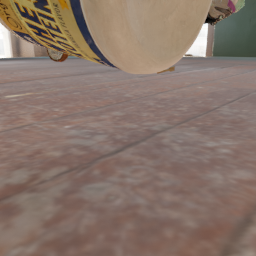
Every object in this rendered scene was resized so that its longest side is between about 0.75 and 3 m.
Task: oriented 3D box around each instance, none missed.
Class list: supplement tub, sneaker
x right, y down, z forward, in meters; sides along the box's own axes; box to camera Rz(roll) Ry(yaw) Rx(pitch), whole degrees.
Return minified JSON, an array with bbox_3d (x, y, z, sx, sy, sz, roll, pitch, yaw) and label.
[{"bbox_3d":[-0.612,-2.032,3.665,2.970,2.144,2.144,24,28,35],"label":"supplement tub"},{"bbox_3d":[2.106,-3.793,8.312,1.594,0.886,2.279,-37,49,5],"label":"sneaker"}]

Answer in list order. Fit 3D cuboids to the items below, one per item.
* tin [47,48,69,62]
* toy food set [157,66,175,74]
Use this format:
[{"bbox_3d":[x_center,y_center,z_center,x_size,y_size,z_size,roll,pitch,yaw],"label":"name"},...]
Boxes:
[{"bbox_3d":[-2.392,-3.008,9.475,0.847,1.512,0.317,8,18,26],"label":"tin"},{"bbox_3d":[1.000,-1.941,7.431,0.675,0.977,0.196,-15,44,-18],"label":"toy food set"}]
